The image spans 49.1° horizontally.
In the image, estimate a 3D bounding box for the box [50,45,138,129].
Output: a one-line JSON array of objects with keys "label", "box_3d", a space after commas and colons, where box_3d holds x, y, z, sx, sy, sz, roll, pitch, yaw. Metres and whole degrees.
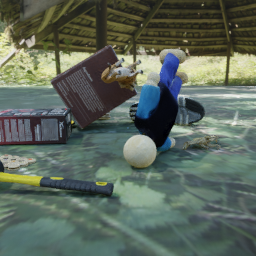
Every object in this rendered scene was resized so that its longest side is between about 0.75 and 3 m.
[{"label": "box", "box_3d": [-1.084, -1.265, 8.552, 1.983, 1.628, 1.645, -32, 16, -5]}]

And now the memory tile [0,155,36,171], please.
[{"label": "memory tile", "box_3d": [-2.143, 0.614, 5.073, 0.795, 0.067, 0.609, 5, 12, 23]}]

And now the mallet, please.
[{"label": "mallet", "box_3d": [-1.258, 0.739, 3.695, 2.084, 0.429, 0.686, 6, 11, 12]}]

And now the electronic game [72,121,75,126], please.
[{"label": "electronic game", "box_3d": [-2.208, -0.140, 8.678, 1.110, 0.231, 1.110, 0, 11, 0]}]

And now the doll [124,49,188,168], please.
[{"label": "doll", "box_3d": [0.650, -0.354, 5.585, 0.694, 1.954, 2.865, 3, 43, 24]}]

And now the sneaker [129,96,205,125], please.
[{"label": "sneaker", "box_3d": [1.399, -0.652, 9.641, 2.498, 0.937, 1.443, 2, 9, 19]}]

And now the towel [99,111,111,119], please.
[{"label": "towel", "box_3d": [-1.440, -0.622, 10.937, 1.382, 0.360, 2.086, -2, 10, -14]}]

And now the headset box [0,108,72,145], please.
[{"label": "headset box", "box_3d": [-2.419, -0.079, 7.022, 1.882, 0.706, 1.399, -1, 11, -6]}]

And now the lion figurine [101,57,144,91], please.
[{"label": "lion figurine", "box_3d": [-0.226, -1.329, 6.994, 0.958, 0.567, 1.564, -22, -13, 39]}]

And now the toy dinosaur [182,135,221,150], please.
[{"label": "toy dinosaur", "box_3d": [1.740, 0.277, 6.180, 1.153, 0.335, 0.583, -6, 11, -31]}]
